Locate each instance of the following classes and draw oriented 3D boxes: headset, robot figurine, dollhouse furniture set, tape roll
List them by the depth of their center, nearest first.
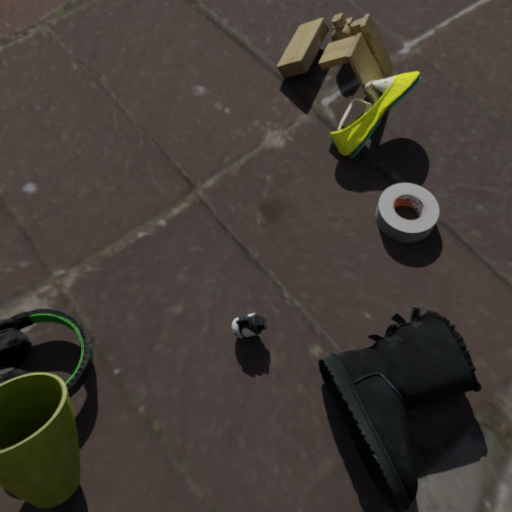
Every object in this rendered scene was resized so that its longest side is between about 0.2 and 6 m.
[{"bbox_3d":[-4.021,1.789,8.905,2.722,1.279,1.681,-24,63,-15],"label":"headset"},{"bbox_3d":[-0.128,1.207,9.633,0.597,0.448,0.372,-16,16,18],"label":"robot figurine"},{"bbox_3d":[2.927,-0.840,10.892,1.161,0.384,1.161,0,60,0],"label":"tape roll"},{"bbox_3d":[1.901,-4.264,12.819,2.070,1.687,1.968,-1,53,40],"label":"dollhouse furniture set"}]

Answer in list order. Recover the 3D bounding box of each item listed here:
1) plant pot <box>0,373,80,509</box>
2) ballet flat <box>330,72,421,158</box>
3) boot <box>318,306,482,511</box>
[{"bbox_3d":[-3.178,2.801,8.069,1.509,1.612,1.509,-11,30,6],"label":"plant pot"},{"bbox_3d":[2.406,-3.097,11.528,0.789,0.787,2.355,41,88,-8],"label":"ballet flat"},{"bbox_3d":[2.474,2.269,8.820,2.229,1.007,2.720,-19,58,-10],"label":"boot"}]
